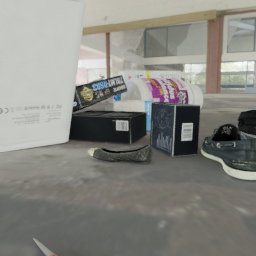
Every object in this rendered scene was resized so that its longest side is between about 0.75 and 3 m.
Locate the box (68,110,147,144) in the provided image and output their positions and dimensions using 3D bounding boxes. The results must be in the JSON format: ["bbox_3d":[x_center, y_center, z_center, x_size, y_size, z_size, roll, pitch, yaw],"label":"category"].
[{"bbox_3d":[-0.497,-0.064,6.886,1.665,0.656,1.175,3,12,22],"label":"box"}]

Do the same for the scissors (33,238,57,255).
[{"bbox_3d":[-0.546,0.982,2.054,0.790,0.055,0.289,8,13,33],"label":"scissors"}]

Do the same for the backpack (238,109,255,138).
[{"bbox_3d":[3.260,-0.085,6.850,0.676,0.891,1.067,19,-7,-37],"label":"backpack"}]

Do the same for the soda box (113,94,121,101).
[{"bbox_3d":[0.891,-1.014,11.444,2.963,0.951,1.005,2,9,-14],"label":"soda box"}]

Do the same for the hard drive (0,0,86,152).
[{"bbox_3d":[-1.901,-0.949,5.244,1.937,2.937,0.392,-8,33,-36],"label":"hard drive"}]

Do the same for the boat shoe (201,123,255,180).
[{"bbox_3d":[1.713,0.263,4.741,0.739,0.656,1.978,1,9,5],"label":"boat shoe"}]

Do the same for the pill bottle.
[{"bbox_3d":[1.267,-0.984,9.900,2.751,1.545,1.545,-6,10,-30],"label":"pill bottle"}]

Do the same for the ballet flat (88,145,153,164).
[{"bbox_3d":[-0.139,0.415,4.844,1.154,0.328,0.383,2,9,13],"label":"ballet flat"}]

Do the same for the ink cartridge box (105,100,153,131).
[{"bbox_3d":[-0.069,-0.358,8.117,1.365,0.854,0.877,-4,9,-23],"label":"ink cartridge box"}]

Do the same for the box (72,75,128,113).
[{"bbox_3d":[-1.598,-0.741,8.009,2.439,0.610,2.457,-15,9,30],"label":"box"}]

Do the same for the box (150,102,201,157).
[{"bbox_3d":[0.898,-0.014,5.545,0.596,0.961,0.945,-2,9,-23],"label":"box"}]

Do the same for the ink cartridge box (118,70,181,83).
[{"bbox_3d":[0.937,-1.592,12.589,2.661,1.927,1.117,-2,9,-13],"label":"ink cartridge box"}]
